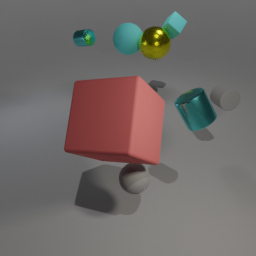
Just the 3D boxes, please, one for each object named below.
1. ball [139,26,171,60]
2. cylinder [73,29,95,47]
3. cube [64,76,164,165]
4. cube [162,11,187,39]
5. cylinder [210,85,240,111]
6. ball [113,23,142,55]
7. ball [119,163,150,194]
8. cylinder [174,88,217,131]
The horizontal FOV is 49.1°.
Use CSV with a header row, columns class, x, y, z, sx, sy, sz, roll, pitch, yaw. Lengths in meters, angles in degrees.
class,x,y,z,sx,sy,sz,roll,pitch,yaw
ball,1.164,-3.658,12.115,1.400,1.400,1.400,0,31,0
cylinder,-1.893,-3.884,12.111,0.700,0.700,0.700,9,30,39
cube,-0.201,-0.080,5.545,1.400,1.400,1.400,1,-13,26
cube,1.977,-4.437,12.142,0.700,0.700,0.700,-59,16,-15
cylinder,3.145,-0.992,9.111,0.700,0.700,0.700,-7,24,-11
ball,0.008,-4.084,12.869,1.400,1.400,1.400,0,31,0
ball,0.143,1.121,6.258,0.700,0.700,0.700,0,31,0
cylinder,1.477,-0.409,6.133,0.700,0.700,0.700,-29,18,10
